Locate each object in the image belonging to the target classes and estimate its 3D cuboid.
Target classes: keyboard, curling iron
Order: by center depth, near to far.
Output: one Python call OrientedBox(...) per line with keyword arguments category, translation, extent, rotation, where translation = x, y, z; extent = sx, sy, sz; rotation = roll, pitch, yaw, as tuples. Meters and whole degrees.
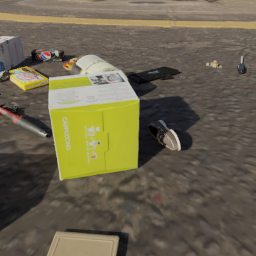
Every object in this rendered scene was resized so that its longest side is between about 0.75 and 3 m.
OrientedBox(category="curling iron", translation=(-3.124, -0.279, 8.359), extent=(2.485, 0.318, 0.616), rotation=(26, 39, 36))
OrientedBox(category="keyboard", translation=(1.163, -2.185, 11.638), extent=(2.051, 0.263, 1.231), rotation=(-20, 30, -29))

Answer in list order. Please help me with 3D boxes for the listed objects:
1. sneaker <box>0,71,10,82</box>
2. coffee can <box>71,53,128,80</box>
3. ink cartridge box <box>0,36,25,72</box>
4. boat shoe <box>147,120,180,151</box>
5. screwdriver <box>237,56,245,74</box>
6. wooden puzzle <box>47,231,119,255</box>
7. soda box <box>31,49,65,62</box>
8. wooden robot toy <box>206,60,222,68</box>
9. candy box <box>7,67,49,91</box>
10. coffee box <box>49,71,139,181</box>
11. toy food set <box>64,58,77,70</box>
OrientedBox(category="sneaker", translation=(-5.164, -2.060, 11.282), extent=(0.837, 0.336, 0.362), rotation=(-28, 31, -19))
OrientedBox(category="coffee can", translation=(-1.014, -1.670, 9.644), extent=(1.361, 1.361, 1.860), rotation=(-16, 34, -25))
OrientedBox(category="ink cartridge box", translation=(-5.584, -3.360, 12.610), extent=(0.728, 1.245, 2.147), rotation=(6, 30, 10))
OrientedBox(category="boat shoe", translation=(0.932, 0.217, 7.381), extent=(0.421, 0.508, 1.414), rotation=(-14, 29, -12))
OrientedBox(category="screwdriver", translation=(5.242, -3.032, 12.894), extent=(0.345, 0.360, 2.473), rotation=(12, 37, 17))
OrientedBox(category="wooden puzzle", translation=(-0.756, 2.155, 4.424), extent=(1.115, 0.224, 1.205), rotation=(3, 26, 5))
OrientedBox(category="soda box", translation=(-3.889, -3.530, 13.648), extent=(1.500, 0.475, 0.531), rotation=(1, 31, 3))
OrientedBox(category="wooden robot toy", translation=(3.982, -2.978, 12.856), extent=(0.751, 0.341, 0.331), rotation=(23, 38, 32))
OrientedBox(category="candy box", translation=(-4.124, -2.038, 11.360), extent=(1.017, 0.263, 1.989), rotation=(-28, 40, -32))
OrientedBox(category="coffee box", translation=(-0.833, -0.133, 6.621), extent=(1.831, 1.828, 1.811), rotation=(-7, 32, -11))
OrientedBox(category="toy food set", translation=(-2.390, -2.891, 12.783), extent=(1.072, 0.264, 1.083), rotation=(21, 36, 30))
